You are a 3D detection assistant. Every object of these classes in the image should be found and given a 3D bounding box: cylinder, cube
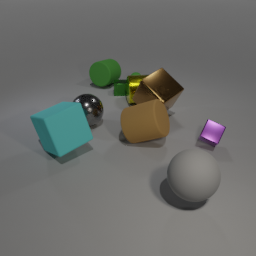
[{"bbox_3d":[0.653,-0.232,10.438,1.400,1.400,1.400,-14,21,27],"label":"cylinder"},{"bbox_3d":[0.685,-1.938,14.005,1.400,1.400,1.400,-3,29,-7],"label":"cylinder"},{"bbox_3d":[-1.302,-3.218,16.220,1.400,1.400,1.400,12,24,22],"label":"cylinder"},{"bbox_3d":[-0.413,-2.190,15.223,0.700,0.700,0.700,-1,29,-2],"label":"cube"},{"bbox_3d":[-2.327,-0.016,9.840,1.400,1.400,1.400,-30,23,-31],"label":"cube"},{"bbox_3d":[3.090,0.195,10.345,0.700,0.700,0.700,26,-7,12],"label":"cube"},{"bbox_3d":[1.285,-1.472,12.211,1.400,1.400,1.400,-35,75,-31],"label":"cube"}]

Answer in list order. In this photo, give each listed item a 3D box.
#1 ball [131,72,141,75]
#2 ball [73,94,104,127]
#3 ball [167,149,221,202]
[{"bbox_3d":[0.440,-2.749,15.603,0.700,0.700,0.700,0,29,0],"label":"ball"},{"bbox_3d":[-1.726,-0.746,11.818,1.400,1.400,1.400,0,29,0],"label":"ball"},{"bbox_3d":[1.749,1.250,7.478,1.400,1.400,1.400,0,29,0],"label":"ball"}]
